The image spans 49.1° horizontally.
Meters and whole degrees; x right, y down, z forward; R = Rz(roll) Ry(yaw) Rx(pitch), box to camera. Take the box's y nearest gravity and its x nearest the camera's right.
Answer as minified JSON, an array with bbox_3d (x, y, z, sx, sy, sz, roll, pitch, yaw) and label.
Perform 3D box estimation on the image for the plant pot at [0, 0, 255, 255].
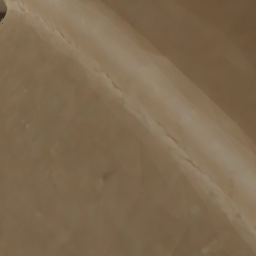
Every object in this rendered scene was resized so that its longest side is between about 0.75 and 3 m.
[{"bbox_3d":[-0.319,0.630,1.738,2.335,2.678,2.678,-42,38,-7],"label":"plant pot"}]
